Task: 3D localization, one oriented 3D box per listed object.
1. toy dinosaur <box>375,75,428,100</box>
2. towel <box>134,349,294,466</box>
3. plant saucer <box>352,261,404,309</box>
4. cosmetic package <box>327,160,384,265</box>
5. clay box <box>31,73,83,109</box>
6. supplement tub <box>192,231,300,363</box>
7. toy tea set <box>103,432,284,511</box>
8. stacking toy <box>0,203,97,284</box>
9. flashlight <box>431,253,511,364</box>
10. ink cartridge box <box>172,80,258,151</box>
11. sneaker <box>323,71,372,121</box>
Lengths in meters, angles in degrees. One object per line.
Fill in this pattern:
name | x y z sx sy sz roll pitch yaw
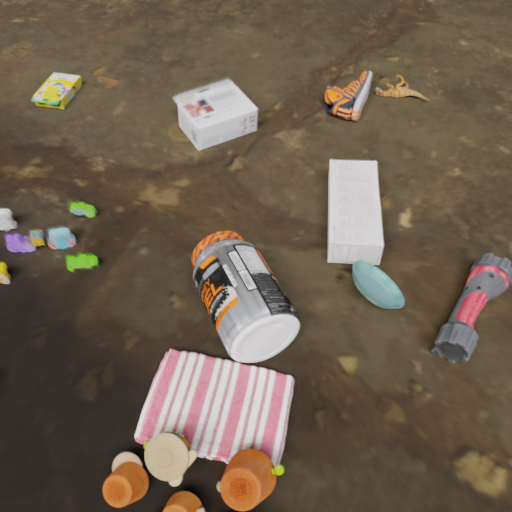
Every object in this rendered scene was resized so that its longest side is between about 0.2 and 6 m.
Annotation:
toy dinosaur | 3.972 -4.461 15.183 1.432 0.432 0.760 7 71 14
towel | -0.618 2.476 9.065 2.313 0.346 1.693 11 50 6
plant saucer | 2.227 0.586 10.460 1.199 0.216 1.199 28 29 -17
cosmetic package | 2.048 -0.977 11.846 1.070 0.657 2.593 4 49 4
clay box | -5.359 -4.401 15.082 0.816 0.338 1.420 9 49 8
supplement tub | -0.274 0.666 9.937 1.356 1.356 2.213 -19 50 -16
toy tea set | -0.883 3.274 8.046 2.571 0.951 1.529 19 92 14
stacking toy | -4.352 -0.274 11.387 2.206 0.518 1.663 -7 51 -9
flashlight | 3.973 0.927 10.108 0.775 0.772 2.279 24 52 22
ink cartridge box | -1.042 -3.572 14.070 1.693 0.710 1.486 -23 56 -19
sneaker | 2.397 -4.356 14.784 1.066 0.738 1.904 17 51 13
